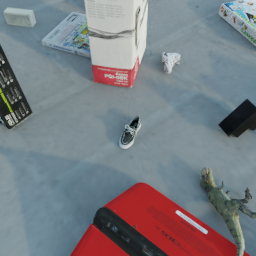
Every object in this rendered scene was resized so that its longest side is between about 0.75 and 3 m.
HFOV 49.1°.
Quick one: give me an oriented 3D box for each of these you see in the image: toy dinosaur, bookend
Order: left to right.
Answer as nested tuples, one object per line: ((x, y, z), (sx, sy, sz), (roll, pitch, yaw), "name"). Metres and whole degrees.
((2.060, 1.512, 5.382), (0.868, 0.467, 1.969), (-14, 36, 0), "toy dinosaur")
((2.824, -0.150, 6.809), (0.900, 0.895, 0.415), (18, 33, -47), "bookend")

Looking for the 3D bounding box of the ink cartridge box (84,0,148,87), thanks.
((-0.202, -2.891, 7.505), (1.198, 2.892, 2.122), (10, 52, 8), "ink cartridge box")

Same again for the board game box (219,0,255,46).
((4.610, -3.666, 9.711), (1.665, 0.457, 2.638), (-17, 53, -13), "board game box")

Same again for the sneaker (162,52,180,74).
((1.332, -1.986, 8.420), (0.522, 0.341, 0.907), (-5, 47, 0), "sneaker")

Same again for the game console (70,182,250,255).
((0.479, 2.536, 4.804), (2.637, 1.565, 2.272), (32, 27, 23), "game console")

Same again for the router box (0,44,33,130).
((-3.399, -1.312, 6.466), (1.832, 2.445, 0.760), (32, 60, 26), "router box")

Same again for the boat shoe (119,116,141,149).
((0.070, 0.079, 6.755), (0.345, 0.319, 0.933), (25, 55, 19), "boat shoe")

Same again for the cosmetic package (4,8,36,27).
((-3.810, -3.906, 9.890), (0.964, 0.499, 0.352), (9, 51, 6), "cosmetic package")

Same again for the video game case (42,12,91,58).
((-1.566, -3.212, 9.503), (1.855, 0.224, 2.035), (18, 52, 14), "video game case")
